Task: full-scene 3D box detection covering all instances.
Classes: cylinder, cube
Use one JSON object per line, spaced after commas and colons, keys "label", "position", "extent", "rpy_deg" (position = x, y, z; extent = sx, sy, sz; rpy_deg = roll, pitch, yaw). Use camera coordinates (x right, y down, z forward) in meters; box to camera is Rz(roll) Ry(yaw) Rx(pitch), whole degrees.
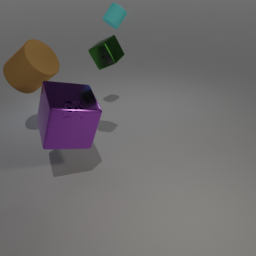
{"label": "cylinder", "position": [-3.392, -2.142, 9.863], "extent": [1.400, 1.400, 1.400], "rpy_deg": [-28, 14, 32]}
{"label": "cube", "position": [-1.732, -0.356, 8.029], "extent": [1.400, 1.400, 1.400], "rpy_deg": [1, 38, -27]}
{"label": "cylinder", "position": [-0.507, -4.295, 10.748], "extent": [0.700, 0.700, 0.700], "rpy_deg": [33, 5, -3]}
{"label": "cube", "position": [-0.662, -2.346, 8.713], "extent": [0.700, 0.700, 0.700], "rpy_deg": [-11, 30, 36]}
